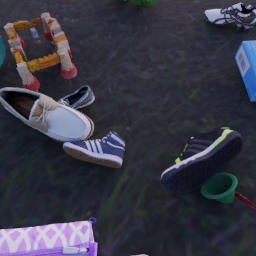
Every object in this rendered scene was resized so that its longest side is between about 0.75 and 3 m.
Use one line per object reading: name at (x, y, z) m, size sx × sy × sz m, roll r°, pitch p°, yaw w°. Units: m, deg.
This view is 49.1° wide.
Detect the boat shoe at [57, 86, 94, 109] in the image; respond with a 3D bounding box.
boat shoe at (-1.921, -0.777, 8.677) m, size 1.823 × 0.563 × 0.664 m, roll -27°, pitch 62°, yaw -13°

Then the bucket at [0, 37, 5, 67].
bucket at (-5.065, -2.624, 9.413) m, size 1.111 × 1.708 × 1.708 m, roll 22°, pitch 57°, yaw 8°

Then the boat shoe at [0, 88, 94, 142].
boat shoe at (-2.400, -0.369, 7.931) m, size 2.893 × 0.990 × 1.081 m, roll 19°, pitch 83°, yaw 13°

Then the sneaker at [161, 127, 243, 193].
sneaker at (1.890, 0.783, 7.598) m, size 2.632 × 0.944 × 1.090 m, roll -27°, pitch 32°, yaw -17°

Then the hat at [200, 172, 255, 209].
hat at (2.529, 1.805, 7.137) m, size 0.918 × 0.975 × 1.108 m, roll -37°, pitch 20°, yaw -13°

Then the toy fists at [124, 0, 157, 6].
toy fists at (0.192, -5.916, 12.033) m, size 2.257 × 1.150 × 0.776 m, roll 21°, pitch 84°, yaw 15°

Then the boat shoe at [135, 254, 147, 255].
boat shoe at (-0.371, 3.187, 5.891) m, size 1.924 × 0.573 × 0.691 m, roll -18°, pitch 70°, yaw -10°

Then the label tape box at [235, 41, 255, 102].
label tape box at (5.222, -1.970, 9.278) m, size 2.715 × 0.897 × 1.945 m, roll -4°, pitch 62°, yaw -6°

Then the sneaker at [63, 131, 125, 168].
sneaker at (-0.887, 0.468, 7.793) m, size 1.677 × 0.588 × 0.910 m, roll 15°, pitch 61°, yaw 3°

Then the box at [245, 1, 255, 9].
box at (5.588, -4.957, 11.853) m, size 1.244 × 0.275 × 0.997 m, roll -35°, pitch 62°, yaw -22°

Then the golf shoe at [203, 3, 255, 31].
golf shoe at (4.095, -4.614, 11.192) m, size 2.090 × 0.988 × 0.813 m, roll 14°, pitch 57°, yaw 11°

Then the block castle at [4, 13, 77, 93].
block castle at (-2.972, -2.563, 9.573) m, size 1.843 × 1.294 × 2.758 m, roll -22°, pitch 55°, yaw -11°

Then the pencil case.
pencil case at (-1.301, 1.715, 3.766) m, size 1.818 × 0.777 × 0.763 m, roll -4°, pitch 82°, yaw -12°
